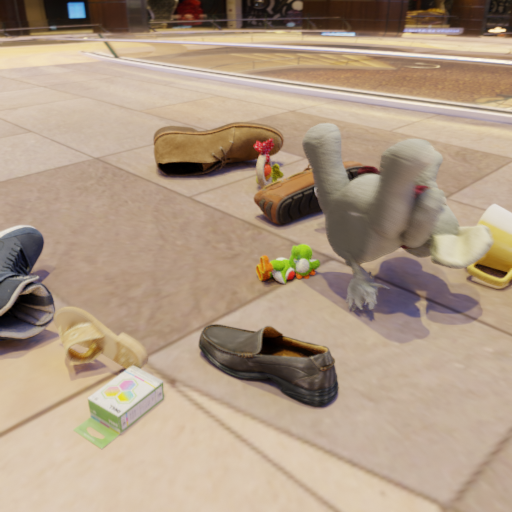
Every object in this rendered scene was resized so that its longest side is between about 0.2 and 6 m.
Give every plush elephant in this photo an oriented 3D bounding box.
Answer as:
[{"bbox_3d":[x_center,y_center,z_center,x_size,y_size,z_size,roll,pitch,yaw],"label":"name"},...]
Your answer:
[{"bbox_3d":[2.412,-0.739,9.133,2.312,2.986,2.460,-16,19,-31],"label":"plush elephant"}]

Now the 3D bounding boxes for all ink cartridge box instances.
[{"bbox_3d":[-1.718,1.862,7.011,0.556,0.318,1.071,19,33,31],"label":"ink cartridge box"}]

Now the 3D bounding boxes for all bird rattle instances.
[{"bbox_3d":[0.262,-2.210,13.888,0.712,1.263,1.030,6,52,12],"label":"bird rattle"}]

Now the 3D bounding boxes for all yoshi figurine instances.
[{"bbox_3d":[0.579,0.083,10.099,1.136,0.636,0.638,-6,22,-18],"label":"yoshi figurine"}]

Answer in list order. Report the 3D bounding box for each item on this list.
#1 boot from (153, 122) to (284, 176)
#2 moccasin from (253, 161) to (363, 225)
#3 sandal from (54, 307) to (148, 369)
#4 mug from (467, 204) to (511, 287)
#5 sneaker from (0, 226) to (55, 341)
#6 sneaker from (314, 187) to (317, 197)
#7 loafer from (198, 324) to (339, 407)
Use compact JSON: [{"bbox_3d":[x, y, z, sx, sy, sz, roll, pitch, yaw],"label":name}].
[{"bbox_3d":[-0.976,-2.752,15.188,3.571,1.314,1.347,-4,50,-4],"label":"boot"},{"bbox_3d":[1.292,-1.562,12.845,2.976,1.089,1.149,-27,45,-25],"label":"moccasin"},{"bbox_3d":[-2.320,1.208,7.630,1.711,0.627,0.563,18,31,23],"label":"sandal"},{"bbox_3d":[4.550,-0.072,10.170,1.163,1.417,1.135,30,2,29],"label":"mug"},{"bbox_3d":[-3.730,0.382,8.903,1.876,0.987,2.596,0,35,22],"label":"sneaker"},{"bbox_3d":[1.988,-1.016,11.463,1.761,0.633,0.638,33,2,1],"label":"sneaker"},{"bbox_3d":[0.138,1.262,7.649,2.151,0.777,0.783,14,32,26],"label":"loafer"}]
